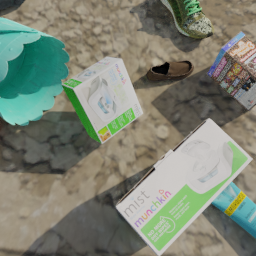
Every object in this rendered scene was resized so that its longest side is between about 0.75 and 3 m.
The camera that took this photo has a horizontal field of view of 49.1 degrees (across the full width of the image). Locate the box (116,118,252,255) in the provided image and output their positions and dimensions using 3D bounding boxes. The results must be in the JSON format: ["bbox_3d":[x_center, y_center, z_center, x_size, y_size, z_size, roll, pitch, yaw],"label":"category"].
[{"bbox_3d":[1.225,1.518,7.225,2.993,2.641,1.447,-41,77,-13],"label":"box"}]

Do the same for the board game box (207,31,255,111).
[{"bbox_3d":[3.708,-1.738,8.873,0.933,1.536,1.927,-40,77,-13],"label":"board game box"}]

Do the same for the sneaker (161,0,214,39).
[{"bbox_3d":[2.064,-4.414,9.875,1.122,1.293,2.918,-30,74,-9],"label":"sneaker"}]

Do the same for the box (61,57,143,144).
[{"bbox_3d":[-0.684,-0.821,8.089,1.656,1.877,0.907,-36,33,-20],"label":"box"}]

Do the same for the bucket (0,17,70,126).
[{"bbox_3d":[-3.346,-1.704,8.282,1.886,2.899,2.899,30,74,15],"label":"bucket"}]

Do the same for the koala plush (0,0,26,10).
[{"bbox_3d":[-4.513,-5.490,10.243,1.551,1.497,1.688,-14,72,-17],"label":"koala plush"}]

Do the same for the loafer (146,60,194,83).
[{"bbox_3d":[1.453,-1.932,9.435,1.668,0.592,0.609,-16,73,-5],"label":"loafer"}]

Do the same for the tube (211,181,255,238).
[{"bbox_3d":[3.510,2.562,8.019,2.537,0.639,0.982,42,64,17],"label":"tube"}]
